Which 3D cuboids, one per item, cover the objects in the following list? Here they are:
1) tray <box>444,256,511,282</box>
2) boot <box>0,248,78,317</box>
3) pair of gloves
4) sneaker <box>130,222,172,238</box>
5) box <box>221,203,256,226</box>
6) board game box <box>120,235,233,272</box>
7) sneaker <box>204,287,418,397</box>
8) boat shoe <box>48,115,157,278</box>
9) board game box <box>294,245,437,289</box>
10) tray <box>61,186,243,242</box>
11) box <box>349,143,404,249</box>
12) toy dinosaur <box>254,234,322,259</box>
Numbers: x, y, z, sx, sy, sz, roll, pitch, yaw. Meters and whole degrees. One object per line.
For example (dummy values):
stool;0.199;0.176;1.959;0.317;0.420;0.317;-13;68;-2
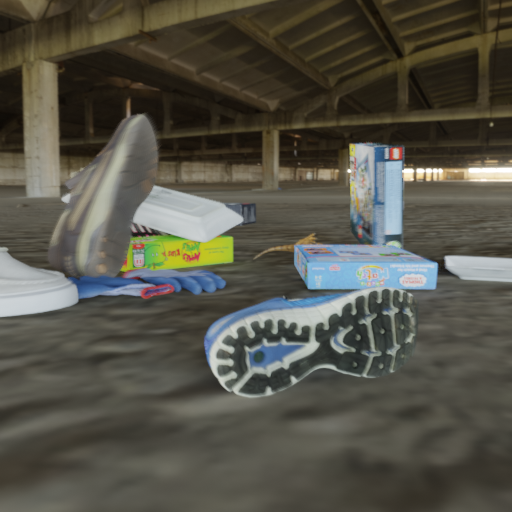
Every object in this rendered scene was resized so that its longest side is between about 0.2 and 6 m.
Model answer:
tray;4.094;0.231;8.691;2.238;0.248;1.202;3;9;17
boot;-3.422;-0.013;6.612;2.689;1.285;0.989;1;8;10
pair of gloves;-1.555;0.392;7.626;1.711;0.242;2.129;3;7;35
sneaker;-2.221;-0.671;12.151;2.897;1.267;1.069;29;26;31
box;-0.846;-1.444;19.197;1.344;0.700;1.224;3;10;23
board game box;-1.554;-0.083;10.058;2.068;0.492;1.050;-6;10;-38
sneaker;0.463;0.564;4.499;1.884;0.740;0.840;-3;11;-21
boat shoe;-2.380;-1.035;8.601;1.106;3.018;1.124;4;-35;13
board game box;1.562;0.128;8.732;1.769;0.428;2.339;0;8;0
tray;-1.944;-1.008;10.731;3.135;0.348;1.683;17;22;19
box;2.495;-1.298;11.920;0.588;2.133;3.122;-3;13;2
toy dinosaur;0.843;-0.149;10.634;1.609;0.486;0.855;5;10;33
